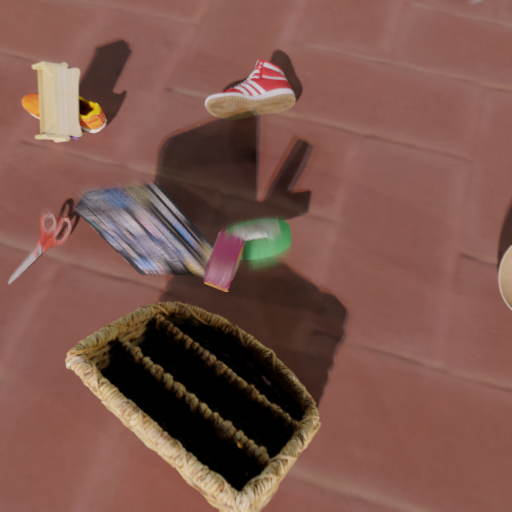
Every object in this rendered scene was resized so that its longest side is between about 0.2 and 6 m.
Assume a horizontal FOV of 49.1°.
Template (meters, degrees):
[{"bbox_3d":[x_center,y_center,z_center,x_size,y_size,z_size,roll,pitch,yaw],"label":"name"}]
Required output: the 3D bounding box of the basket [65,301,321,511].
[{"bbox_3d":[-0.688,1.989,8.271,3.219,2.398,2.298,35,66,19],"label":"basket"}]

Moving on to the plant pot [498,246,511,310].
[{"bbox_3d":[5.253,0.405,9.874,1.016,1.514,1.514,5,56,-29],"label":"plant pot"}]

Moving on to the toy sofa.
[{"bbox_3d":[-4.208,-3.225,11.825,0.779,1.596,0.661,-7,11,-42],"label":"toy sofa"}]

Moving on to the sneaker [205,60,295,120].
[{"bbox_3d":[-0.222,-3.741,12.542,2.020,0.719,1.136,-9,64,-13],"label":"sneaker"}]

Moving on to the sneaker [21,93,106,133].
[{"bbox_3d":[-4.232,-3.320,12.287,1.993,0.769,0.727,13,62,9],"label":"sneaker"}]

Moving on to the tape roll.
[{"bbox_3d":[0.012,-0.316,10.222,1.249,0.300,1.249,-7,23,3],"label":"tape roll"}]

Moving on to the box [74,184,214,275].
[{"bbox_3d":[-1.834,-0.377,9.521,1.890,1.875,0.469,-1,53,38],"label":"box"}]

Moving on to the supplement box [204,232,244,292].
[{"bbox_3d":[-0.495,0.107,8.595,0.409,0.956,0.527,20,66,1],"label":"supplement box"}]

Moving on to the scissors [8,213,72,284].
[{"bbox_3d":[-4.086,-0.086,10.687,0.593,0.113,1.622,29,69,-22],"label":"scissors"}]
